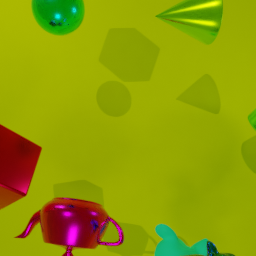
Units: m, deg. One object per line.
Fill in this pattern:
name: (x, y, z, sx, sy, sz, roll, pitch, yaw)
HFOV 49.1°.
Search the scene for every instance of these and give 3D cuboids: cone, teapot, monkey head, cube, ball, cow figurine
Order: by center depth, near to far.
cow figurine: (1.037, 2.178, 4.213, 1.277, 1.257, 0.701, -11, 53, 22)
cube: (-2.349, 0.697, 4.963, 1.033, 1.033, 1.033, -30, 128, 34)
teapot: (-1.062, 1.819, 5.085, 2.035, 1.265, 0.996, 4, 67, 9)
ball: (-1.321, -2.277, 5.330, 0.993, 0.993, 0.993, 0, 86, 0)
cone: (1.091, -2.227, 5.574, 1.135, 1.131, 1.131, -4, 86, -9)
monkey head: (1.165, 2.697, 5.755, 1.173, 0.982, 1.630, -26, 71, 12)

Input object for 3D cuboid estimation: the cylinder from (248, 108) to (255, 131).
cylinder: (3.406, -0.257, 6.175, 1.033, 1.033, 1.033, 40, 122, 2)
